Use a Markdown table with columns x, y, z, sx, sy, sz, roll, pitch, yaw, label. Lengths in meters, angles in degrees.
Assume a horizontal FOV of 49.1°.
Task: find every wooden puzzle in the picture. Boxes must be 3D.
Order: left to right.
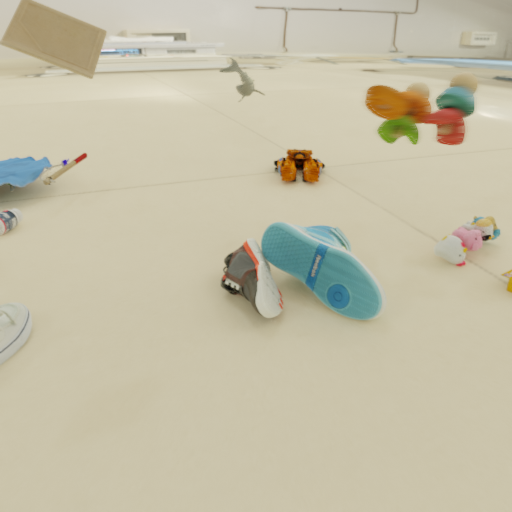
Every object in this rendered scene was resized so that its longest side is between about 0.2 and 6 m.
| x | y | z | sx | sy | sz | roll | pitch | yaw | label |
| --- | --- | --- | --- | --- | --- | --- | --- | --- | --- |
| -2.479 | -2.681 | 6.953 | 1.073 | 0.216 | 1.160 | 17 | 46 | -20 | wooden puzzle |

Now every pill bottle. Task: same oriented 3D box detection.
| x | y | z | sx | sy | sz | roll | pitch | yaw | label |
| --- | --- | --- | --- | --- | --- | --- | --- | --- | --- |
| -5.182 | -0.722 | 11.593 | 0.413 | 0.413 | 0.691 | 7 | 26 | 14 | pill bottle |

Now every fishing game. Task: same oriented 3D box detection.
| x | y | z | sx | sy | sz | roll | pitch | yaw | label |
| --- | --- | --- | --- | --- | --- | --- | --- | --- | --- |
| -6.491 | -1.792 | 13.672 | 4.351 | 0.676 | 3.116 | -4 | 24 | 9 | fishing game |

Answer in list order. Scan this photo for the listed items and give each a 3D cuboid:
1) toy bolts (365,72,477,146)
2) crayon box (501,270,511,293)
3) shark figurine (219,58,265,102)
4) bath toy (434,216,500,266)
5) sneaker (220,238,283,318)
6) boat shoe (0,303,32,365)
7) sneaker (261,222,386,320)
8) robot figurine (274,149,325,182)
| x | y | z | sx | sy | sz | roll | pitch | yaw | label |
| --- | --- | --- | --- | --- | --- | --- | --- | --- | --- |
| 2.928 | -2.774 | 9.752 | 1.710 | 1.186 | 1.633 | 17 | -14 | 43 | toy bolts |
| 4.580 | 0.507 | 9.162 | 0.608 | 0.249 | 0.967 | -18 | 31 | -33 | crayon box |
| -0.293 | -3.468 | 11.541 | 0.769 | 0.537 | 1.287 | 34 | -2 | 13 | shark figurine |
| 3.980 | -0.286 | 10.492 | 1.679 | 0.730 | 0.621 | -25 | 70 | -42 | bath toy |
| -0.135 | 0.468 | 8.988 | 0.827 | 0.778 | 2.019 | -27 | 25 | 6 | sneaker |
| -3.749 | 0.992 | 7.300 | 0.820 | 0.947 | 2.221 | 6 | 26 | 13 | boat shoe |
| 1.384 | 0.134 | 9.232 | 2.379 | 0.946 | 1.553 | 38 | 26 | 30 | sneaker |
| 1.180 | -2.450 | 15.081 | 1.422 | 0.571 | 1.961 | 3 | 25 | 2 | robot figurine |
